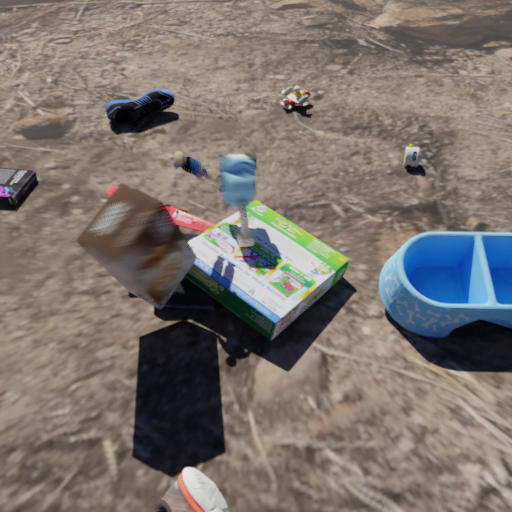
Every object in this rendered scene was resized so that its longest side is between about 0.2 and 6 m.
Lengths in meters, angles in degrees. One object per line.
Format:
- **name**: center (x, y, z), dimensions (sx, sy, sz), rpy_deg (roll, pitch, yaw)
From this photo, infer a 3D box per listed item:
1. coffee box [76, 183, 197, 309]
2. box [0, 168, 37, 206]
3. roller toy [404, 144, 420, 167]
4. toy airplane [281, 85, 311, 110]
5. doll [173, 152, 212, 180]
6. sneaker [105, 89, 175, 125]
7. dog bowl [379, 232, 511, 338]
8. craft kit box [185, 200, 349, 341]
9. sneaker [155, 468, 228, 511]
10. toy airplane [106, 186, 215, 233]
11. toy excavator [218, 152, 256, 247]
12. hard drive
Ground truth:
- **coffee box**: center (-1.640, -0.084, 8.111), dimensions (0.731, 1.834, 1.049), rpy_deg (27, 72, 20)
- **box**: center (-5.655, -1.517, 12.059), dimensions (1.498, 0.270, 1.071), rpy_deg (4, 41, 7)
- **roller toy**: center (3.572, -2.250, 12.790), dimensions (0.341, 0.489, 0.446), rpy_deg (7, 49, 11)
- **toy airplane**: center (1.043, -4.290, 15.117), dimensions (0.814, 0.575, 0.811), rpy_deg (8, 41, 8)
- **doll**: center (-1.044, -1.408, 8.783), dimensions (0.573, 0.839, 0.203), rpy_deg (3, 79, 24)
- **sneaker**: center (-2.946, -3.792, 14.537), dimensions (1.841, 0.646, 0.717), rpy_deg (-18, 47, -12)
- **dog bowl**: center (3.587, 0.393, 9.022), dimensions (3.067, 0.760, 1.709), rpy_deg (1, 58, 0)
- **craft kit box**: center (0.107, 0.125, 9.585), dimensions (2.195, 0.533, 2.168), rpy_deg (35, 49, 23)
- **sneaker**: center (-0.475, 3.343, 6.119), dimensions (0.810, 0.762, 1.977), rpy_deg (-40, 50, -2)
- **toy airplane**: center (-1.845, -0.668, 10.363), dimensions (2.301, 0.423, 2.301), rpy_deg (19, 16, -5)
- **toy excavator**: center (-0.271, -0.960, 9.417), dimensions (0.638, 1.242, 1.277), rpy_deg (-4, 41, -7)
- **hard drive**: center (-1.203, 0.205, 9.877), dimensions (1.170, 0.367, 1.735), rpy_deg (4, 40, -3)
